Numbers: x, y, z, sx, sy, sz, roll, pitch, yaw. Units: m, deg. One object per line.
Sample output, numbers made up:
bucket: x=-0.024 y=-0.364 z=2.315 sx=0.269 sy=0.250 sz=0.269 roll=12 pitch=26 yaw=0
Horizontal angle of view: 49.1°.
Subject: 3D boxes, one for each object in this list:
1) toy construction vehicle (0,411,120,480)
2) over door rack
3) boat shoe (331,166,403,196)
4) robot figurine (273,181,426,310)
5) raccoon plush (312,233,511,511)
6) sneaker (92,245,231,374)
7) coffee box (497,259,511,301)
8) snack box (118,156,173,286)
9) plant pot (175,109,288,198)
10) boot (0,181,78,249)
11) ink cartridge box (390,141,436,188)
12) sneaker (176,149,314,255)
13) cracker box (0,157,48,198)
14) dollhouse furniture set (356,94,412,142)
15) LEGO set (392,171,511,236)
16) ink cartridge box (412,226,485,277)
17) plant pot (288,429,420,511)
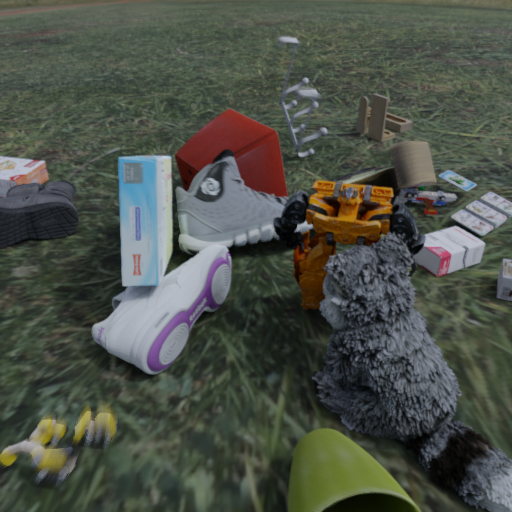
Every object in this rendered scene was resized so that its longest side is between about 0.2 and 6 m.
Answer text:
toy construction vehicle: x=-2.475 y=2.302 z=7.089 sx=1.148 sy=0.404 sz=1.000 roll=-3 pitch=21 yaw=15
over door rack: x=1.278 y=-4.281 z=15.322 sx=0.909 sy=2.730 sz=2.017 roll=-14 pitch=65 yaw=-4
boat shoe: x=2.769 y=-1.837 z=13.722 sx=2.369 sy=0.846 sz=0.779 roll=-18 pitch=40 yaw=-19
robot figurine: x=1.420 y=-0.058 z=8.753 sx=2.191 sy=3.023 sz=0.880 roll=9 pitch=54 yaw=13
raccoon plush: x=2.203 y=1.229 z=7.245 sx=3.540 sy=2.372 sz=1.713 roll=26 pitch=40 yaw=35
sneaker: x=-1.471 y=0.606 z=9.435 sx=1.541 sy=1.158 sz=3.094 roll=14 pitch=34 yaw=21
coffee box: x=5.097 y=0.533 z=10.177 sx=1.263 sy=0.503 sz=0.722 roll=11 pitch=33 yaw=18
snack box: x=-1.876 y=-0.785 z=9.936 sx=0.624 sy=1.953 sz=3.362 roll=0 pitch=10 yaw=-5
plant pot: x=-0.662 y=-1.884 z=12.910 sx=1.809 sy=2.053 sz=2.051 roll=-29 pitch=40 yaw=-20
boot: x=-5.467 y=-0.989 z=12.395 sx=2.939 sy=1.026 sz=1.935 roll=-2 pitch=27 yaw=-24
ink cartridge box: x=3.621 y=-2.101 z=12.896 sx=0.457 sy=1.002 sz=1.216 roll=-12 pitch=-1 yaw=40
sneaker: x=-0.035 y=-1.271 z=11.478 sx=3.409 sy=1.969 sz=1.279 roll=-13 pitch=8 yaw=-20
cracker box: x=-6.533 y=-2.039 z=14.315 sx=1.924 sy=0.555 sz=1.289 roll=8 pitch=33 yaw=11
dollhouse furniture set: x=4.102 y=-4.632 z=17.780 sx=1.655 sy=1.349 sz=1.574 roll=-19 pitch=36 yaw=-28
LEGO set: x=4.618 y=-1.300 z=13.377 sx=1.958 sy=0.643 sz=2.620 roll=-27 pitch=52 yaw=-37
ink cartridge box: x=3.820 y=-0.106 z=11.226 sx=1.166 sy=0.492 sz=0.844 roll=-15 pitch=35 yaw=-23
plant pot: x=0.905 y=2.639 z=6.173 sx=1.377 sy=1.377 sz=1.472 roll=-5 pitch=19 yaw=-8
